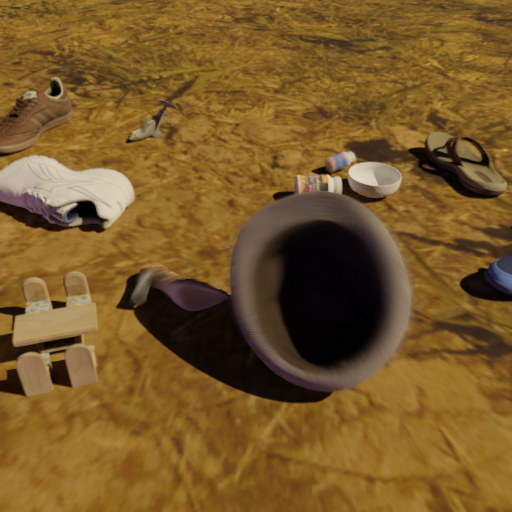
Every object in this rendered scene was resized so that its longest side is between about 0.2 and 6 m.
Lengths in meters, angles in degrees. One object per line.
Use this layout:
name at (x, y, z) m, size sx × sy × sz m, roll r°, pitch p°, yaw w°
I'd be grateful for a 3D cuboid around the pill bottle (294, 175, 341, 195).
pill bottle at (1.376, -1.528, 12.544) m, size 1.000 × 0.582 × 0.582 m, roll -2°, pitch 35°, yaw -3°

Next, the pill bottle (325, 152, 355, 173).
pill bottle at (2.059, -2.317, 13.695) m, size 0.672 × 0.377 × 0.377 m, roll -25°, pitch 41°, yaw -18°

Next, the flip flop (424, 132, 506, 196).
flip flop at (5.094, -2.401, 13.568) m, size 1.163 × 0.826 × 2.868 m, roll -6°, pitch 35°, yaw -8°

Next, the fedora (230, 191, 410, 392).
fedora at (0.938, 0.554, 8.279) m, size 2.455 × 1.254 × 2.776 m, roll -23°, pitch 78°, yaw 4°

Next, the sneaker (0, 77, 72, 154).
sneaker at (-6.318, -3.917, 15.382) m, size 1.148 × 1.231 × 3.259 m, roll 10°, pitch 36°, yaw 14°

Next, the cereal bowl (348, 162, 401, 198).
cereal bowl at (2.683, -1.666, 12.810) m, size 1.194 × 0.497 × 1.194 m, roll 0°, pitch 34°, yaw 0°

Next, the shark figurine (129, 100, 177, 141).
shark figurine at (-2.711, -3.594, 15.392) m, size 0.642 × 1.538 × 0.919 m, roll 47°, pitch 11°, yaw 1°

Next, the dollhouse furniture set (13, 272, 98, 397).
dollhouse furniture set at (-3.469, 0.941, 8.305) m, size 2.085 × 1.385 × 1.827 m, roll -9°, pitch 36°, yaw -13°

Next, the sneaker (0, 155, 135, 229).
sneaker at (-4.199, -1.285, 11.785) m, size 3.084 × 1.149 × 1.343 m, roll 5°, pitch 40°, yaw 8°

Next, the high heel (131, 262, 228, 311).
high heel at (-1.277, 0.423, 9.816) m, size 1.645 × 0.587 × 1.173 m, roll 2°, pitch 29°, yaw 1°

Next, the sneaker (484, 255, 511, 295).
sneaker at (5.263, 0.046, 9.894) m, size 2.556 × 1.051 × 0.945 m, roll -9°, pitch 38°, yaw -11°
